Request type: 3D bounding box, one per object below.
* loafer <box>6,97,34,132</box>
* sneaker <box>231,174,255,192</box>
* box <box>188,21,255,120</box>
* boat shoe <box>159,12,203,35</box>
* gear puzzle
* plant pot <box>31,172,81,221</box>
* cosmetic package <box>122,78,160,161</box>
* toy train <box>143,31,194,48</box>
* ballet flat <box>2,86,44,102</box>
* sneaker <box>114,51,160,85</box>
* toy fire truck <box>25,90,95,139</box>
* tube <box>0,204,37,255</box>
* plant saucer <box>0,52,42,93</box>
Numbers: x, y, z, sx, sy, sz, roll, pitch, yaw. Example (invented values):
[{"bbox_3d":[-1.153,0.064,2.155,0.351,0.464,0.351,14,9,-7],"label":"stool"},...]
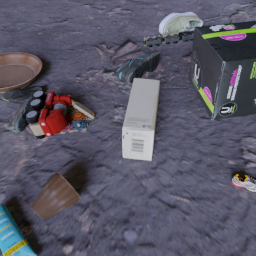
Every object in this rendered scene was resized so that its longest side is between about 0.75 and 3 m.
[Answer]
[{"bbox_3d":[-3.463,-0.516,9.172,0.495,0.565,1.573,2,44,11],"label":"loafer"},{"bbox_3d":[3.108,1.401,7.210,0.801,0.329,0.312,10,44,9],"label":"sneaker"},{"bbox_3d":[2.305,-1.140,5.182,1.957,1.216,1.454,-8,42,-5],"label":"box"},{"bbox_3d":[2.707,-5.216,13.995,2.742,0.987,0.851,-29,53,-31],"label":"boat shoe"},{"bbox_3d":[-1.885,-0.530,9.388,0.924,0.234,1.784,-9,43,-10],"label":"gear puzzle"},{"bbox_3d":[-1.763,1.687,6.616,0.879,0.879,0.940,34,64,31],"label":"plant pot"},{"bbox_3d":[0.425,-0.327,8.433,0.879,1.245,2.404,6,44,6],"label":"cosmetic package"},{"bbox_3d":[1.949,-4.278,13.320,2.744,0.468,0.629,-13,41,-14],"label":"toy train"},{"bbox_3d":[-3.760,-1.209,10.120,1.449,0.412,0.482,-12,87,-11],"label":"ballet flat"},{"bbox_3d":[0.416,-2.558,11.150,0.915,0.871,2.309,28,49,30],"label":"sneaker"},{"bbox_3d":[-2.056,-0.444,8.839,1.792,1.153,1.577,-9,42,5],"label":"toy fire truck"},{"bbox_3d":[-2.585,2.396,6.136,0.617,0.401,1.593,-36,57,-16],"label":"tube"},{"bbox_3d":[-4.703,-2.111,10.928,2.739,0.501,2.739,-1,43,1],"label":"plant saucer"}]
